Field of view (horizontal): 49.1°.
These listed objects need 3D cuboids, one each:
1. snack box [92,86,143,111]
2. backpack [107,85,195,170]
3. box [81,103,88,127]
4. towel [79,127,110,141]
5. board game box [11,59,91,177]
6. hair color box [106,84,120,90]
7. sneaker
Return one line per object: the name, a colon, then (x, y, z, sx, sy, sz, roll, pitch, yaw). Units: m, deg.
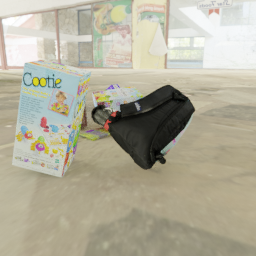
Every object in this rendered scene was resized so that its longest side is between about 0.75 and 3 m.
snack box: (-0.411, -1.070, 10.690, 1.722, 0.583, 1.452, -9, 24, -11)
backpack: (0.504, -0.104, 5.440, 1.562, 1.304, 0.989, -41, -2, -19)
box: (-1.984, -0.601, 8.558, 1.331, 1.093, 1.104, -7, 15, -14)
towel: (-0.822, 0.155, 7.817, 0.701, 0.111, 0.976, 14, 21, 40)
board game box: (-1.406, -0.214, 5.248, 0.985, 1.879, 0.968, 15, 18, 0)
hair color box: (-0.821, -1.577, 12.478, 0.911, 0.295, 0.498, -40, -11, 35)
sneaker: (-0.672, -0.376, 8.317, 0.799, 0.578, 1.635, 31, 7, -4)
